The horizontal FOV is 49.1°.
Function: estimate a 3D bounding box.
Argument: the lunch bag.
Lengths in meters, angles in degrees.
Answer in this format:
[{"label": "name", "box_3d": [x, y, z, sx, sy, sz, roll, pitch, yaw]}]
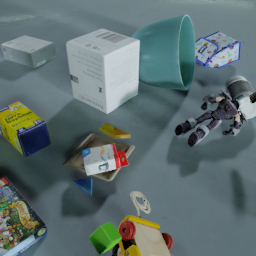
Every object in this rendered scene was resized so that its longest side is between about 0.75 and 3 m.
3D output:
[{"label": "lunch bag", "box_3d": [4.076, -3.671, 13.388, 1.932, 1.196, 1.642, -25, 42, -8]}]

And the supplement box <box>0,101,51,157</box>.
[{"label": "supplement box", "box_3d": [-3.319, 0.000, 8.783, 1.665, 0.912, 0.906, 31, 47, 34]}]

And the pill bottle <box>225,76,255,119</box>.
[{"label": "pill bottle", "box_3d": [4.150, -1.173, 10.263, 0.971, 0.971, 1.717, 3, 38, 3]}]

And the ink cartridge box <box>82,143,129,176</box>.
[{"label": "ink cartridge box", "box_3d": [-0.626, 0.823, 7.669, 1.169, 0.393, 0.679, -13, 36, -8]}]

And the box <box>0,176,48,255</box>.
[{"label": "box", "box_3d": [-3.013, 2.118, 6.472, 1.401, 0.387, 2.051, -31, 47, -34]}]

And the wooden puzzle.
[{"label": "wooden puzzle", "box_3d": [-0.811, 0.828, 8.256, 1.800, 0.312, 2.668, 18, 41, 28]}]

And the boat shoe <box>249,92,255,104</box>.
[{"label": "boat shoe", "box_3d": [4.027, -0.989, 8.481, 0.320, 0.895, 0.294, 9, 72, -13]}]

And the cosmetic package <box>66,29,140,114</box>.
[{"label": "cosmetic package", "box_3d": [-0.873, -2.155, 10.439, 1.889, 2.292, 1.891, 27, 45, 30]}]

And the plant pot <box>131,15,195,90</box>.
[{"label": "plant pot", "box_3d": [1.305, -2.914, 11.257, 2.252, 2.806, 2.806, 2, 36, 25]}]

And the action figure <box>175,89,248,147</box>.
[{"label": "action figure", "box_3d": [2.775, -0.327, 9.095, 2.464, 0.855, 1.603, -27, 60, -18]}]

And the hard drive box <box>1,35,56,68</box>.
[{"label": "hard drive box", "box_3d": [-4.878, -3.809, 13.826, 2.030, 0.780, 1.582, 20, 42, 24]}]

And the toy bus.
[{"label": "toy bus", "box_3d": [0.200, 2.704, 4.986, 2.367, 1.296, 2.509, 46, 17, 8]}]
